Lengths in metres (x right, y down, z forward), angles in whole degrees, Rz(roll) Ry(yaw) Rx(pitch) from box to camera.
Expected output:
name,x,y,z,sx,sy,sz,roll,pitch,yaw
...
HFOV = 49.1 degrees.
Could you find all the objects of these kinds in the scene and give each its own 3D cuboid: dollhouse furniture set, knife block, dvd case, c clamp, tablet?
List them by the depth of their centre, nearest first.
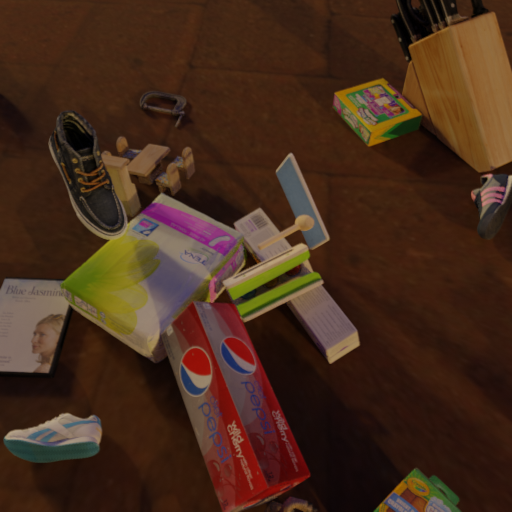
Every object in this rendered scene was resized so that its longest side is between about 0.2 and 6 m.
name,x,y,z,sx,sy,sz,roll,pitch,yaw
dvd case,-3.922,1.186,9.638,1.374,0.169,1.925,1,51,1
tablet,0.825,-0.949,10.081,0.112,1.070,1.644,-23,86,-14
dollhouse furniture set,-2.421,-1.837,11.208,1.656,1.173,1.802,14,47,20
knife block,4.450,-4.273,11.871,1.289,3.537,4.029,-24,55,-17
c clamp,-2.257,-3.620,13.506,1.298,0.176,1.109,17,53,13

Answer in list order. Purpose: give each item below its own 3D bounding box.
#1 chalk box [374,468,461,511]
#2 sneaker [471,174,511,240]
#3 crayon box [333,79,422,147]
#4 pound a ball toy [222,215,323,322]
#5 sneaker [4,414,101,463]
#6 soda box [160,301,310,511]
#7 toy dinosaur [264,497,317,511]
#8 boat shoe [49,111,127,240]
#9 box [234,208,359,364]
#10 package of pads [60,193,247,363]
name,x,y,z,sx,sy,sz,roll,pitch,yaw
chalk box,2.088,3.488,7.316,1.445,0.896,0.902,-36,60,-25
sneaker,4.615,-0.997,11.215,0.739,0.632,1.801,14,48,33
crayon box,2.810,-3.389,13.128,1.390,0.469,1.611,-21,54,-14
pound a ball toy,0.281,0.168,9.151,1.721,1.122,0.731,-27,10,-7
sneaker,-2.983,2.671,8.277,1.378,0.527,0.556,0,38,-5
soda box,-0.374,2.063,8.039,0.896,0.989,2.825,9,47,-47
toy dinosaur,0.229,3.900,6.990,3.152,0.918,1.594,16,54,13
boat shoe,-2.792,-1.316,9.325,0.760,0.975,2.148,-29,87,-28
box,0.641,0.437,9.891,0.653,0.610,3.151,-32,57,-7
package of pads,-1.660,0.318,9.854,2.109,0.931,2.729,28,57,22
